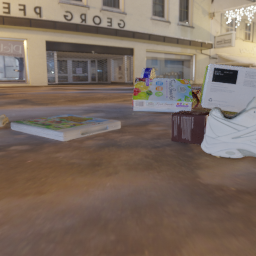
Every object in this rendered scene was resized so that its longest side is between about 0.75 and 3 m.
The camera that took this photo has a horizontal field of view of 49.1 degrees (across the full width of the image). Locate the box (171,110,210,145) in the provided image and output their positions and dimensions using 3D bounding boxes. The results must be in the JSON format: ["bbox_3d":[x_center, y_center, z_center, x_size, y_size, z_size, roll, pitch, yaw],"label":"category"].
[{"bbox_3d":[1.626,-0.032,7.105,0.880,0.730,0.722,6,12,30],"label":"box"}]

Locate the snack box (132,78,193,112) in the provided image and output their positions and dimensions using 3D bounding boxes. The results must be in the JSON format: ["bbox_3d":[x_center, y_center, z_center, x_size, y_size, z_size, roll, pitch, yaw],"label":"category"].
[{"bbox_3d":[1.517,-1.506,12.519,2.537,0.672,1.804,3,43,5],"label":"snack box"}]

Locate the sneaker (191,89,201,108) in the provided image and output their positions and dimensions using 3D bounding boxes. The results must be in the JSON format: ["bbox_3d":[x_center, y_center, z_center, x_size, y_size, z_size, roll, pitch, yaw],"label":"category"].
[{"bbox_3d":[3.542,-1.640,14.596,1.152,0.959,2.558,-15,11,5],"label":"sneaker"}]

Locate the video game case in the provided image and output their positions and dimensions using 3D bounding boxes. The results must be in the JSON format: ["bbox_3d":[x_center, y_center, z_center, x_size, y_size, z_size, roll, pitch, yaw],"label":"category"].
[{"bbox_3d":[-1.898,-0.093,8.653,2.526,0.279,2.299,8,13,38],"label":"video game case"}]

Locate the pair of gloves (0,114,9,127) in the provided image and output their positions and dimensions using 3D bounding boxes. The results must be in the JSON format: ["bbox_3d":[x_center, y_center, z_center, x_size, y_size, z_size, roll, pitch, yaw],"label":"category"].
[{"bbox_3d":[-4.635,-0.094,8.379,1.985,0.409,2.335,-8,11,-20],"label":"pair of gloves"}]

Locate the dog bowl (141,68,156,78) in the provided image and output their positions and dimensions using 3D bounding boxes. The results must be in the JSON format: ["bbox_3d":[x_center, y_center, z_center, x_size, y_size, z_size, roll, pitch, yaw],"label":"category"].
[{"bbox_3d":[1.951,-4.618,27.020,0.924,2.347,2.347,5,12,19],"label":"dog bowl"}]

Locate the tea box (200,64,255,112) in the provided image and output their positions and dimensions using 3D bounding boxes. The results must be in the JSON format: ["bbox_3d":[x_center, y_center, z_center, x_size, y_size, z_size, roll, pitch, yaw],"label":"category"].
[{"bbox_3d":[4.690,-1.706,12.219,2.743,1.833,2.699,10,12,11],"label":"tea box"}]

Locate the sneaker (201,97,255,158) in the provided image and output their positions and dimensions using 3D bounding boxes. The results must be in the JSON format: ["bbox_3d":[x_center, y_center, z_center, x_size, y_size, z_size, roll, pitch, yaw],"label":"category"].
[{"bbox_3d":[2.699,0.025,5.429,2.487,1.236,0.969,4,12,22],"label":"sneaker"}]
